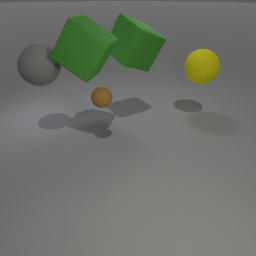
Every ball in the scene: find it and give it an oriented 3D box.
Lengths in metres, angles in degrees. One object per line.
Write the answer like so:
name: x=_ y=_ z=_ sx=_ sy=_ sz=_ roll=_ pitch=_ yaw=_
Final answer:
ball: x=-0.867 y=-1.012 z=9.271 sx=0.700 sy=0.700 sz=0.700 roll=0 pitch=28 yaw=0
ball: x=-2.981 y=-2.109 z=9.414 sx=1.400 sy=1.400 sz=1.400 roll=0 pitch=28 yaw=0
ball: x=3.029 y=-2.508 z=11.477 sx=1.400 sy=1.400 sz=1.400 roll=0 pitch=28 yaw=0

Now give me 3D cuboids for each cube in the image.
cube: x=-1.349 y=-2.544 z=8.909 sx=1.400 sy=1.400 sz=1.400 roll=34 pitch=27 yaw=-5
cube: x=0.244 y=-3.122 z=10.361 sx=1.400 sy=1.400 sz=1.400 roll=0 pitch=39 yaw=-46
